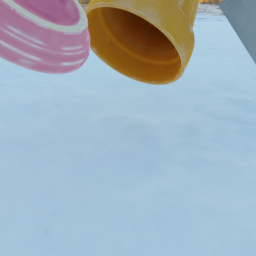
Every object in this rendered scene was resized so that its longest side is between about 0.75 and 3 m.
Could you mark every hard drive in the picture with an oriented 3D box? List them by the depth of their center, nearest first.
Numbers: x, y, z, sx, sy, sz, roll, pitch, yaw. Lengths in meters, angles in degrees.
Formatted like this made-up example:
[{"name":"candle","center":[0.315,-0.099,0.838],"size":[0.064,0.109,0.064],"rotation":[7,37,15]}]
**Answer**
[{"name":"hard drive","center":[2.795,-2.122,4.610],"size":[2.060,1.438,0.339],"rotation":[-31,8,34]}]

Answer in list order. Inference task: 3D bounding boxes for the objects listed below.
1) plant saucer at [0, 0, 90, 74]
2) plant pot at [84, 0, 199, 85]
[{"name":"plant saucer","center":[-1.563,-1.928,4.387],"size":[2.425,0.615,2.425],"rotation":[29,36,-24]},{"name":"plant pot","center":[0.604,-2.944,7.137],"size":[2.786,2.786,2.550],"rotation":[17,71,31]}]
